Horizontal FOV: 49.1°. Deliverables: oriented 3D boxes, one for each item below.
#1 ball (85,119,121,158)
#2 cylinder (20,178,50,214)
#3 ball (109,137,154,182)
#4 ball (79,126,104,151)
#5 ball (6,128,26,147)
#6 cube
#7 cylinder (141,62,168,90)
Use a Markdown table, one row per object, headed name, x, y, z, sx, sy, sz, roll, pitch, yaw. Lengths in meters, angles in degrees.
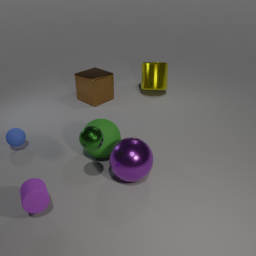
| name | x | y | z | sx | sy | sz | roll | pitch | yaw |
| --- | --- | --- | --- | --- | --- | --- | --- | --- | --- |
| ball | -0.951 | 0.365 | 9.935 | 1.400 | 1.400 | 1.400 | 0 | 30 | 0 |
| cylinder | -2.532 | 1.826 | 7.594 | 0.700 | 0.700 | 0.700 | -13 | 25 | -21 |
| ball | 0.104 | 0.992 | 8.853 | 1.400 | 1.400 | 1.400 | 0 | 30 | 0 |
| ball | -1.033 | 0.289 | 7.916 | 0.700 | 0.700 | 0.700 | 0 | 30 | 0 |
| ball | -4.154 | 0.344 | 10.379 | 0.700 | 0.700 | 0.700 | 0 | 30 | 0 |
| cube | -1.679 | -2.109 | 14.178 | 1.400 | 1.400 | 1.400 | 25 | 38 | 36 |
| cylinder | 1.412 | -2.766 | 14.934 | 1.400 | 1.400 | 1.400 | 1 | 11 | 0 |
